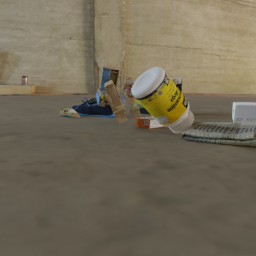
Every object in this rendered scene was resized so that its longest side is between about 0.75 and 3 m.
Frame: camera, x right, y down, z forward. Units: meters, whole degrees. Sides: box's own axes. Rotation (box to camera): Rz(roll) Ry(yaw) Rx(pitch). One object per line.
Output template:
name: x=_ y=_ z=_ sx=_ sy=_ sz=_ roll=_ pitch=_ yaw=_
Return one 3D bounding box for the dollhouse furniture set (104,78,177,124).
dollhouse furniture set: x=0.616 y=-1.648 z=11.249 sx=2.864 sy=1.398 sz=2.442 roll=-23 pitch=19 yaw=5

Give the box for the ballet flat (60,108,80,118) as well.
ballet flat: x=-2.997 y=-0.781 z=14.309 sx=1.351 sy=0.441 sz=0.476 roll=7 pitch=6 yaw=32

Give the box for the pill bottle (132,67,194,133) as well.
pill bottle: x=1.231 y=-0.842 z=9.260 sx=2.192 sy=1.232 sz=1.232 roll=44 pitch=-15 yaw=-28

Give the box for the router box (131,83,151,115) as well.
router box: x=1.150 y=-1.643 z=15.686 sx=2.188 sy=1.720 sz=0.571 roll=9 pitch=12 yaw=43

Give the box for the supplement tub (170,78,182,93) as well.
supplement tub: x=2.453 y=-1.826 z=15.963 sx=1.222 sy=1.995 sz=1.222 roll=0 pitch=8 yaw=0

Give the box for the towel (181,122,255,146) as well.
towel: x=3.121 y=0.105 z=8.815 sx=2.394 sy=0.413 sz=2.305 roll=5 pitch=10 yaw=29

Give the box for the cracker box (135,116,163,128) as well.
cracker box: x=1.000 y=-0.254 z=11.299 sx=1.224 sy=0.353 sz=0.820 roll=-7 pitch=12 yaw=-42

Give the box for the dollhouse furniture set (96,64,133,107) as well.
dollhouse furniture set: x=-0.440 y=-1.807 z=12.484 sx=1.806 sy=1.248 sz=1.913 roll=4 pitch=34 yaw=-14

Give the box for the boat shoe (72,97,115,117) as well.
boat shoe: x=-1.752 y=-1.160 z=15.009 sx=2.827 sy=0.970 sz=1.189 roll=4 pitch=10 yaw=24

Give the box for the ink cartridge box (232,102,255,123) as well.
ink cartridge box: x=5.402 y=-0.665 z=12.281 sx=1.474 sy=0.847 sz=2.031 roll=3 pitch=10 yaw=18
